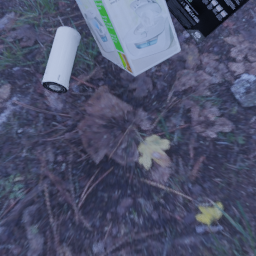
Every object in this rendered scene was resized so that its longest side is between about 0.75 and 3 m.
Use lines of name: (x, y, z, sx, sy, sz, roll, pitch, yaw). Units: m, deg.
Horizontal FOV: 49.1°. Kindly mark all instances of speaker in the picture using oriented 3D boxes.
speaker: (-1.633, -1.696, 6.937, 0.634, 0.634, 1.560, 8, 72, 4)

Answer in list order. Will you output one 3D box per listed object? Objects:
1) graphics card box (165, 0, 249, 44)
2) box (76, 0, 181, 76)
graphics card box: (2.074, -3.225, 6.502, 1.379, 2.198, 0.559, 45, 32, -8)
box: (-0.218, -2.965, 6.951, 1.362, 2.485, 2.817, -31, 32, -6)
